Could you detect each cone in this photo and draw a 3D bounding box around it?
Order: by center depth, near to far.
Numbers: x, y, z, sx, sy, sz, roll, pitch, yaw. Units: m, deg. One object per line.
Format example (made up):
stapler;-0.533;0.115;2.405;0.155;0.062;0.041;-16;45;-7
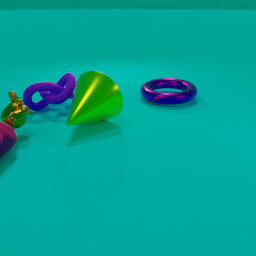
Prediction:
cone;-1.186;-0.495;7.581;1.588;1.588;1.594;12;39;24

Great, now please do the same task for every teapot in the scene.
teapot;-3.174;0.252;6.255;1.239;0.976;1.993;32;-11;-39

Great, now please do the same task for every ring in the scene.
ring;1.479;-1.374;10.258;2.091;0.418;2.091;-1;27;1

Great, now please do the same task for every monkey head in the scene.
monkey head;-2.970;-0.429;7.175;0.749;0.894;1.243;-41;25;-21

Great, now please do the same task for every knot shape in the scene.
knot shape;-2.306;-1.183;8.940;1.684;0.831;1.799;-11;14;36
